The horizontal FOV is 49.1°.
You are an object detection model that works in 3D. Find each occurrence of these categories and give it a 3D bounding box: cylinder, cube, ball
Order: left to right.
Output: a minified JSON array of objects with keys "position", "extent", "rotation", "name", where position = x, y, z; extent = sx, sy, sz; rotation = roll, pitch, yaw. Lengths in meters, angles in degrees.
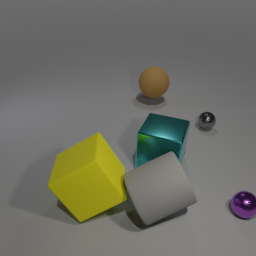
[{"position":[-0.993,1.250,7.283],"extent":[1.400,1.400,1.400],"rotation":[-28,25,11],"name":"cube"},{"position":[1.186,-2.078,12.776],"extent":[1.400,1.400,1.400],"rotation":[0,32,0],"name":"ball"},{"position":[0.803,1.504,7.079],"extent":[1.400,1.400,1.400],"rotation":[-26,34,3],"name":"cylinder"},{"position":[1.124,0.532,9.102],"extent":[1.400,1.400,1.400],"rotation":[12,33,15],"name":"cube"},{"position":[3.119,-0.298,11.077],"extent":[0.700,0.700,0.700],"rotation":[0,32,0],"name":"ball"},{"position":[3.101,2.024,7.427],"extent":[0.700,0.700,0.700],"rotation":[0,32,0],"name":"ball"}]
